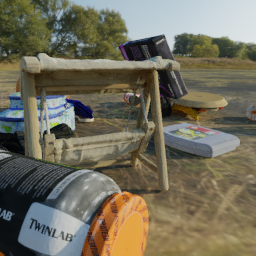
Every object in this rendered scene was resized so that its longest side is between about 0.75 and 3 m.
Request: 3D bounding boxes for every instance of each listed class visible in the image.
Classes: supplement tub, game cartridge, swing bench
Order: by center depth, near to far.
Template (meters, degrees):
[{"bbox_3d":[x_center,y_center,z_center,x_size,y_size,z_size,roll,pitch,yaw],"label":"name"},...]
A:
[{"bbox_3d":[-1.049,1.124,3.403,2.370,1.452,1.452,8,17,26],"label":"supplement tub"},{"bbox_3d":[-0.620,-0.073,5.425,2.615,2.629,1.706,-5,16,-25],"label":"swing bench"},{"bbox_3d":[1.953,0.311,8.447,1.497,0.460,2.250,-16,21,-34],"label":"game cartridge"}]

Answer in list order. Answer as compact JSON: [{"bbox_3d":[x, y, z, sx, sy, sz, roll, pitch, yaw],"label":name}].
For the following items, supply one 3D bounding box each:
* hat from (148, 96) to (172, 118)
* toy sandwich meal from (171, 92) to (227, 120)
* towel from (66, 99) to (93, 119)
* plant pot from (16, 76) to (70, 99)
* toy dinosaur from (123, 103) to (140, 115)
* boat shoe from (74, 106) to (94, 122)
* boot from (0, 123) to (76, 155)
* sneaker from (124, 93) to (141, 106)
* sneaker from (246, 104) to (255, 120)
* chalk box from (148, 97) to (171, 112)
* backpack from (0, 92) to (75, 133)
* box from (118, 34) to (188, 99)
[{"bbox_3d":[1.392,-1.118,12.058,1.386,0.559,1.386,10,52,-13],"label":"hat"},{"bbox_3d":[3.046,-0.985,12.461,2.671,0.915,2.671,1,18,0],"label":"toy sandwich meal"},{"bbox_3d":[-1.885,-0.769,10.182,1.336,0.331,0.986,15,-23,51],"label":"towel"},{"bbox_3d":[-3.721,-1.620,12.769,2.200,2.200,1.540,-14,38,-43],"label":"plant pot"},{"bbox_3d":[0.079,-0.927,13.084,1.239,0.361,0.627,-14,22,-41],"label":"toy dinosaur"},{"bbox_3d":[-1.963,-0.812,11.970,0.815,0.703,2.243,-6,16,-22],"label":"boat shoe"},{"bbox_3d":[-2.669,0.380,6.817,2.583,0.972,1.931,18,30,38],"label":"boot"},{"bbox_3d":[0.122,-1.519,14.832,0.965,0.601,1.800,6,13,24],"label":"sneaker"},{"bbox_3d":[6.009,-0.697,11.369,2.191,0.857,0.846,6,12,25],"label":"sneaker"},{"bbox_3d":[1.228,-1.234,13.185,1.429,0.885,0.889,-11,18,-36],"label":"chalk box"},{"bbox_3d":[-2.802,-0.329,8.508,1.986,1.595,2.171,0,17,8],"label":"backpack"},{"bbox_3d":[0.823,-2.200,10.239,0.542,2.145,3.000,-34,22,-15],"label":"box"}]
